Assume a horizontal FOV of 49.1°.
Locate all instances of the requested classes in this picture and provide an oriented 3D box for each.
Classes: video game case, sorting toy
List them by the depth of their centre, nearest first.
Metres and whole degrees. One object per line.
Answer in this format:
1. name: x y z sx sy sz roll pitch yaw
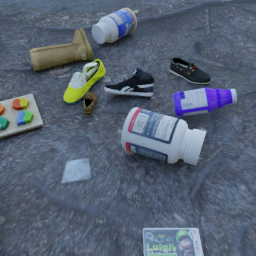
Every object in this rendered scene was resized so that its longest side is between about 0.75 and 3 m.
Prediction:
1. video game case: 1.180 3.281 7.268 1.535 0.179 1.395 0 44 0
2. sorting toy: -4.629 -0.542 11.073 2.084 0.411 2.251 -18 46 -18

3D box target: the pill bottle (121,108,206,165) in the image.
1. pill bottle: 1.193 0.335 9.372 2.532 1.514 1.514 17 46 15

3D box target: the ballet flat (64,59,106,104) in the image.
1. ballet flat: -1.952 -2.187 12.399 0.935 0.938 2.797 19 47 23

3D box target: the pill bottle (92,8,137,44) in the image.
1. pill bottle: -0.779 -5.649 15.674 1.403 1.403 2.505 31 53 28

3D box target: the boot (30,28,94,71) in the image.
1. boot: -3.512 -4.108 14.392 2.991 0.989 2.620 -14 45 -12

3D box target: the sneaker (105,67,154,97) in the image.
1. sneaker: 0.079 -2.015 11.921 2.088 1.168 0.763 4 13 -6

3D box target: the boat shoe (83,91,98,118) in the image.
1. boat shoe: -1.559 -1.107 11.585 0.543 0.513 1.508 -2 44 -2

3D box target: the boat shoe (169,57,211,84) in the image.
1. boat shoe: 2.905 -2.682 13.145 2.124 0.666 0.777 31 51 26

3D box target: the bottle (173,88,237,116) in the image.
1. bottle: 2.899 -1.043 10.642 2.270 0.741 0.948 -9 64 12
